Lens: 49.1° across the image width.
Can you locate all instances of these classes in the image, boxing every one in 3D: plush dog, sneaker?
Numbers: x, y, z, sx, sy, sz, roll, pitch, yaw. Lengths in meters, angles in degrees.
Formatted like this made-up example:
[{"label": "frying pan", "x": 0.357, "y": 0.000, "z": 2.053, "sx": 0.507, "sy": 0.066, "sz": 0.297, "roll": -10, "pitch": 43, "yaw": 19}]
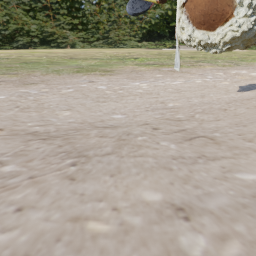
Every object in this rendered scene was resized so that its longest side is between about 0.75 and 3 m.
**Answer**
[{"label": "plush dog", "x": 1.888, "y": -1.905, "z": 4.058, "sx": 2.313, "sy": 2.693, "sz": 2.161, "roll": 2, "pitch": -19, "yaw": 8}, {"label": "sneaker", "x": 0.430, "y": -3.869, "z": 8.988, "sx": 0.625, "sy": 0.730, "sz": 1.781, "roll": 37, "pitch": 52, "yaw": 1}]

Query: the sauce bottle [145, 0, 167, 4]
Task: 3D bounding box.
[{"label": "sauce bottle", "x": 0.463, "y": -3.350, "z": 6.886, "sx": 0.408, "sy": 0.408, "sz": 1.238, "roll": -14, "pitch": 38, "yaw": -36}]
